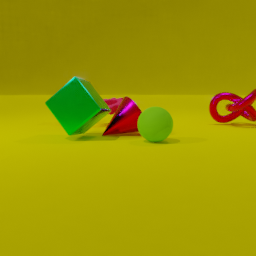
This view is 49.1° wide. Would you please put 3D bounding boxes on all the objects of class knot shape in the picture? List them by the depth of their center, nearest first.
[{"bbox_3d":[3.537,-0.695,9.366,1.600,0.790,1.710,-3,-25,14],"label":"knot shape"}]

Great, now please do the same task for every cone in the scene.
[{"bbox_3d":[-0.230,-0.094,7.305,1.079,1.075,1.075,-33,17,-14],"label":"cone"}]

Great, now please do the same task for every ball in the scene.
[{"bbox_3d":[0.617,-0.083,6.325,0.803,0.803,0.803,0,7,0],"label":"ball"}]

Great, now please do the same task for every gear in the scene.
[{"bbox_3d":[-0.660,-0.725,9.357,1.288,0.238,1.288,-8,20,3],"label":"gear"}]

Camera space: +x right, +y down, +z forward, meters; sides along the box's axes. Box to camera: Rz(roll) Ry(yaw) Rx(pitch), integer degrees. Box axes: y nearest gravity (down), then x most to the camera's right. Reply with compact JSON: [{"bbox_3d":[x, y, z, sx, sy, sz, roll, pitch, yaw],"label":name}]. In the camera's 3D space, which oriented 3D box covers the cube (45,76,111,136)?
[{"bbox_3d":[-1.180,-0.510,6.824,0.988,0.988,0.988,-39,-6,10],"label":"cube"}]
